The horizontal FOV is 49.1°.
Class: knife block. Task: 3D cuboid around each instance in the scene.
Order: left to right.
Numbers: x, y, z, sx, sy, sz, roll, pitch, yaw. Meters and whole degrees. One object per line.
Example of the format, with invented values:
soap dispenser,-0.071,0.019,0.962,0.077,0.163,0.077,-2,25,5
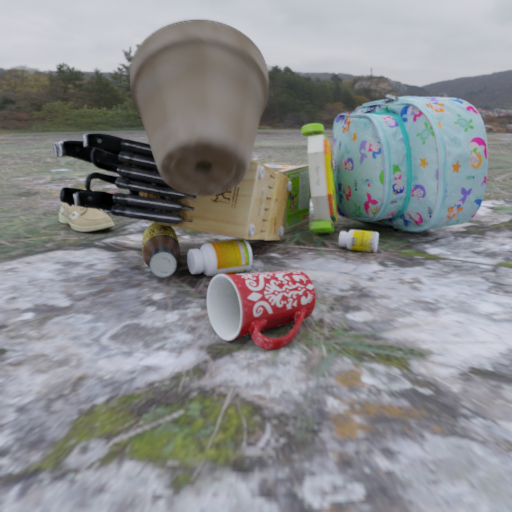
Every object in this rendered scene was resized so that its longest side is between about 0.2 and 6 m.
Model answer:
knife block,-1.520,-1.269,10.557,3.700,1.349,4.215,12,5,14

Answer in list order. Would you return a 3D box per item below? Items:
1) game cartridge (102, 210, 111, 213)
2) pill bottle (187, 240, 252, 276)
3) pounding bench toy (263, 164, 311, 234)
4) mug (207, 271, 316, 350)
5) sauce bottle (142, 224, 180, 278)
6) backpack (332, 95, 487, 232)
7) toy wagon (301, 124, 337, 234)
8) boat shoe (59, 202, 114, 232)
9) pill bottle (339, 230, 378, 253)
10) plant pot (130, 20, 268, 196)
game cartridge,-3.952,-1.322,15.240,0.551,0.169,0.828,-15,22,-32
pill bottle,-0.643,0.045,9.742,1.036,0.575,0.575,-7,18,-26
pounding bench toy,0.404,-1.546,13.732,1.780,1.418,2.283,9,18,30
mug,0.135,0.727,7.451,1.277,1.134,0.852,-7,-19,-35
sauce bottle,-1.690,-0.111,10.028,0.693,0.693,2.143,-4,14,-12
backpack,3.312,-2.016,12.412,2.587,3.051,3.437,-10,16,-25
toy wagon,1.449,-1.596,12.356,0.556,2.182,2.812,-4,-2,12
boat shoe,-4.077,-1.029,13.247,0.764,0.688,2.119,-14,21,-39
pill bottle,2.052,-0.304,11.223,0.743,0.413,0.413,6,17,17
plant pot,-0.809,-2.013,8.318,2.153,2.153,1.868,-2,58,-6
